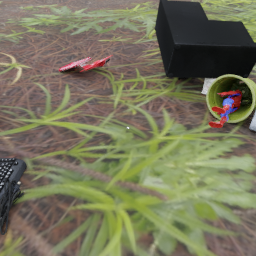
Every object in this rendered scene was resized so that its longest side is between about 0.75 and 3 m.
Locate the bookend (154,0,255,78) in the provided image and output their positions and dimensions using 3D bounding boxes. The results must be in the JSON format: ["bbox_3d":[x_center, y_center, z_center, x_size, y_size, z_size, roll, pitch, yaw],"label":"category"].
[{"bbox_3d":[2.656,-3.260,9.987,2.945,1.365,2.964,-1,52,-7],"label":"bookend"}]

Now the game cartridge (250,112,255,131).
[{"bbox_3d":[4.703,-0.409,8.427,1.580,0.480,2.370,22,41,21],"label":"game cartridge"}]

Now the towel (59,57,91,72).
[{"bbox_3d":[-2.132,-2.543,11.195,1.208,0.136,0.874,-3,28,42],"label":"towel"}]

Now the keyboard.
[{"bbox_3d":[-2.907,1.396,5.880,1.299,0.495,2.496,3,37,4],"label":"keyboard"}]

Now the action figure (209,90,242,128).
[{"bbox_3d":[2.928,-0.679,8.247,0.569,0.721,2.203,15,28,33],"label":"action figure"}]

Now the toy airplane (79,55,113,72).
[{"bbox_3d":[-1.296,-2.505,11.064,1.558,0.287,1.558,-18,9,3],"label":"toy airplane"}]

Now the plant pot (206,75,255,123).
[{"bbox_3d":[3.375,-1.011,8.632,1.421,1.421,1.349,27,31,32],"label":"plant pot"}]

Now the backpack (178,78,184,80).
[{"bbox_3d":[2.268,-2.361,10.827,0.890,0.934,0.720,-2,23,-9],"label":"backpack"}]

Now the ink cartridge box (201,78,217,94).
[{"bbox_3d":[3.264,-1.651,10.076,0.859,0.498,1.474,18,39,23],"label":"ink cartridge box"}]
